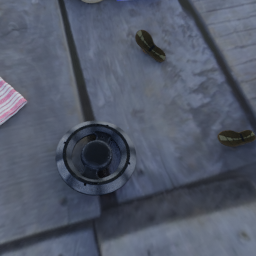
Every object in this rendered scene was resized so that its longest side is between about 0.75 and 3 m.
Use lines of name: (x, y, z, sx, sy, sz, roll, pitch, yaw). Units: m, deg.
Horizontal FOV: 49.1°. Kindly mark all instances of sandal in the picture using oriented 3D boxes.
sandal: (0.732, -2.707, 9.423, 0.554, 0.370, 1.356, -43, 85, -12)
sandal: (3.045, 0.294, 7.924, 1.193, 0.326, 0.488, -8, 69, -20)

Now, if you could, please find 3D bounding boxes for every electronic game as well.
electronic game: (-0.847, 0.754, 7.572, 2.168, 0.451, 2.168, 4, 60, -7)

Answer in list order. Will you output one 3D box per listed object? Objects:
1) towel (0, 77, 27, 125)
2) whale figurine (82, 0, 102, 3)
towel: (-4.199, -0.919, 8.528, 1.929, 0.288, 1.411, 39, 69, 18)
whale figurine: (-1.692, -5.720, 10.413, 2.395, 1.242, 1.905, 32, 68, 15)
